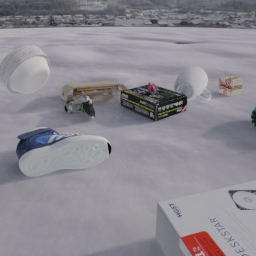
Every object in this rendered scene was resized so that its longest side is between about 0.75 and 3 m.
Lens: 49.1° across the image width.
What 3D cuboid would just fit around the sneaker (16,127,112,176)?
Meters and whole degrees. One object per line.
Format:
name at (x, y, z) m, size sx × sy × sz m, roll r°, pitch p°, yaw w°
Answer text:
sneaker at (-1.770, 0.361, 7.517) m, size 2.342 × 0.944 × 1.715 m, roll -13°, pitch 31°, yaw -14°

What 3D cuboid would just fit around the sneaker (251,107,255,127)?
sneaker at (5.548, -0.469, 9.279) m, size 2.722 × 1.056 × 1.175 m, roll 10°, pitch 23°, yaw 20°

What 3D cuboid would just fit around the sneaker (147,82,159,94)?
sneaker at (1.012, -1.489, 10.612) m, size 0.392 × 0.324 × 0.821 m, roll 13°, pitch 27°, yaw -18°

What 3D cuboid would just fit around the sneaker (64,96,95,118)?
sneaker at (-1.814, -0.707, 10.370) m, size 1.039 × 0.675 × 1.798 m, roll -11°, pitch 16°, yaw -12°

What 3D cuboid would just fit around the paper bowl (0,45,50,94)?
paper bowl at (-2.971, -1.632, 8.330) m, size 0.799 × 1.537 × 1.537 m, roll 43°, pitch 37°, yaw 9°

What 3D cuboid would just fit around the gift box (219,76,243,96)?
gift box at (4.645, -1.980, 12.782) m, size 0.829 × 0.888 × 0.819 m, roll -15°, pitch 24°, yaw -27°

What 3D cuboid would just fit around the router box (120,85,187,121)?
router box at (0.974, -1.061, 10.963) m, size 1.625 × 0.674 × 2.169 m, roll -18°, pitch 29°, yaw -34°

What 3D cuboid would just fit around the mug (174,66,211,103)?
mug at (2.799, -1.698, 11.944) m, size 1.703 × 1.257 × 1.493 m, roll 37°, pitch 39°, yaw 6°

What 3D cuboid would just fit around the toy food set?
toy food set at (-1.501, -1.526, 12.106) m, size 2.644 × 0.799 × 1.897 m, roll -7°, pitch 14°, yaw -17°

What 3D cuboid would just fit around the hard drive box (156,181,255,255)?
hard drive box at (1.783, 1.807, 4.495) m, size 2.195 × 0.843 × 1.711 m, roll -8°, pitch 25°, yaw -17°
